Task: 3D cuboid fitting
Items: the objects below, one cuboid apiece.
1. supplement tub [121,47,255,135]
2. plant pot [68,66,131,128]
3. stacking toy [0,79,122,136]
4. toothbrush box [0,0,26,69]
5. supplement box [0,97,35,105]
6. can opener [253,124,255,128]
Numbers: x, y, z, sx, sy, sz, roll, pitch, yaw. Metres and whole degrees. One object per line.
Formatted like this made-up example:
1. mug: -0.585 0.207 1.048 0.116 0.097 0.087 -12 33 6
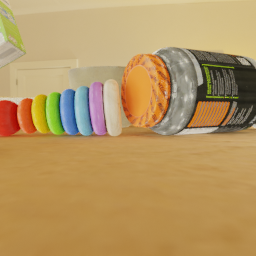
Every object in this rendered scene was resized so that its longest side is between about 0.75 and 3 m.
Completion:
1. supplement tub: 1.437 -0.764 6.037 2.920 1.789 1.789 -2 4 -29
2. plant pot: -0.522 -0.848 8.326 2.439 1.637 2.439 -1 4 0
3. stacking toy: -1.455 -0.310 5.539 2.611 1.114 1.114 -4 4 1
4. toothbrush box: -3.668 -2.530 7.332 1.350 1.854 0.798 -27 -15 10
5. supplement box: -4.217 -0.575 9.451 2.520 0.927 1.588 -1 3 -15
6. can opener: 3.262 -0.138 6.738 0.804 0.637 2.419 -35 3 0
